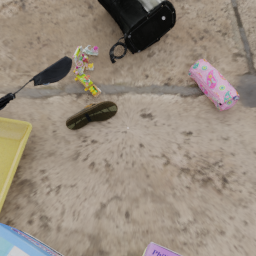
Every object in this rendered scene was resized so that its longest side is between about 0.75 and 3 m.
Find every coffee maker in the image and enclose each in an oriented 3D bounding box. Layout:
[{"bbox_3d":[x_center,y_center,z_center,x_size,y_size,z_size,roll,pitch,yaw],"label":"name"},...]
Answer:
[{"bbox_3d":[-0.107,-3.962,9.308,2.498,1.752,2.601,-27,65,-13],"label":"coffee maker"}]

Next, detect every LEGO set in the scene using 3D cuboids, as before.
[{"bbox_3d":[-1.339,-1.891,8.819,0.875,0.708,1.902,-5,63,-2],"label":"LEGO set"}]

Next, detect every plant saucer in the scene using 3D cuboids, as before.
[{"bbox_3d":[-4.226,1.035,7.333,2.909,0.705,2.908,9,64,5],"label":"plant saucer"}]

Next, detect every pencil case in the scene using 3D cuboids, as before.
[{"bbox_3d":[2.581,-1.294,8.497,0.757,0.757,1.731,-27,67,-13],"label":"pencil case"}]

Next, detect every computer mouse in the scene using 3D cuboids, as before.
[{"bbox_3d":[-2.166,-0.909,6.356,2.442,0.716,0.416,-42,111,-27],"label":"computer mouse"}]

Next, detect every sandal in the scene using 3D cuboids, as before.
[{"bbox_3d":[-1.083,-0.426,8.228,1.580,0.645,0.431,-24,44,-4],"label":"sandal"}]

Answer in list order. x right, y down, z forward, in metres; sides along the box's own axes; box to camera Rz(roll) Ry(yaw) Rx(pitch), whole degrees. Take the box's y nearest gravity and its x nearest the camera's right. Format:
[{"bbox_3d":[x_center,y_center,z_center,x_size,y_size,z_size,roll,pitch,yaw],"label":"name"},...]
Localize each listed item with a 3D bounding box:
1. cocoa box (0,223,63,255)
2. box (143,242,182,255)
[{"bbox_3d":[-2.373,3.684,5.250,1.999,1.967,2.998,27,66,13],"label":"cocoa box"},{"bbox_3d":[0.455,3.507,5.417,1.011,1.839,2.091,21,64,11],"label":"box"}]
